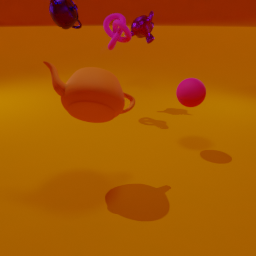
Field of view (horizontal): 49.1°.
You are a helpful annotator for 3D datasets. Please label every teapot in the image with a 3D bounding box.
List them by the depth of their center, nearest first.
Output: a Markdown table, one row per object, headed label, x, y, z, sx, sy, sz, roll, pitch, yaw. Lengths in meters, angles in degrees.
| label | x | y | z | sx | sy | sz | roll | pitch | yaw |
| --- | --- | --- | --- | --- | --- | --- | --- | --- | --- |
| teapot | -0.686 | -0.682 | 5.201 | 1.888 | 0.924 | 1.174 | 16 | -25 | -26 |
| teapot | -2.381 | -4.456 | 10.598 | 0.949 | 1.938 | 1.205 | -15 | 59 | 19 |

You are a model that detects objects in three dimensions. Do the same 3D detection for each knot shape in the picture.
| label | x | y | z | sx | sy | sz | roll | pitch | yaw |
| --- | --- | --- | --- | --- | --- | --- | --- | --- | --- |
| knot shape | -0.390 | -3.010 | 8.985 | 0.535 | 1.084 | 1.159 | -6 | 47 | -37 |

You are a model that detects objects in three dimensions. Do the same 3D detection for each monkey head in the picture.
| label | x | y | z | sx | sy | sz | roll | pitch | yaw |
| --- | --- | --- | --- | --- | --- | --- | --- | --- | --- |
| monkey head | 0.547 | -3.485 | 9.913 | 0.761 | 1.263 | 0.909 | 22 | 39 | -54 |

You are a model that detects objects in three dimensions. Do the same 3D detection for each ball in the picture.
| label | x | y | z | sx | sy | sz | roll | pitch | yaw |
| --- | --- | --- | --- | --- | --- | --- | --- | --- | --- |
| ball | 1.552 | -0.868 | 6.898 | 0.719 | 0.719 | 0.719 | 0 | 22 | 0 |
